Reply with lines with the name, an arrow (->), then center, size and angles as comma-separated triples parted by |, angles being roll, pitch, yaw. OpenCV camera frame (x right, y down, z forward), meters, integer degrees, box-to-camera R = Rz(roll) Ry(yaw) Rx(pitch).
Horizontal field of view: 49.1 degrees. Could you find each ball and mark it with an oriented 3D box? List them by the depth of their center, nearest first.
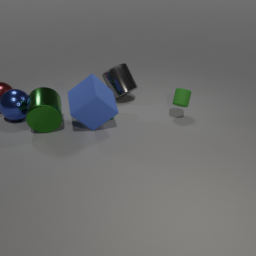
ball -> -4.965, -1.023, 12.384 | 1.400, 1.400, 1.400 | 0, 29, 0
ball -> -6.035, -1.479, 13.225 | 1.400, 1.400, 1.400 | 0, 29, 0

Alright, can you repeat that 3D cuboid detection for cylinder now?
cylinder -> -3.478, -0.760, 11.671 | 1.400, 1.400, 1.400 | -6, 41, -11
cylinder -> 2.379, -1.332, 12.362 | 0.700, 0.700, 0.700 | 14, -1, 0
cylinder -> -0.411, -2.364, 14.288 | 1.400, 1.400, 1.400 | -26, 4, 2

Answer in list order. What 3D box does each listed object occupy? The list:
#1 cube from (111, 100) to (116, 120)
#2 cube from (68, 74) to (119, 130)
cube -> -0.952, -0.872, 12.838 | 0.700, 0.700, 0.700 | 6, 30, 11
cube -> -1.444, -1.043, 11.481 | 1.400, 1.400, 1.400 | -33, 47, 18
